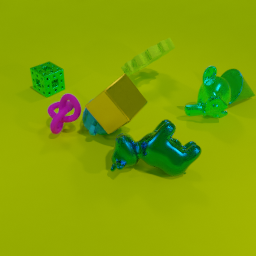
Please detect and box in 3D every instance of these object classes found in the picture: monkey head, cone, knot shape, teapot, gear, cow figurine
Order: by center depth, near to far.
[{"bbox_3d":[0.539,0.607,6.315,1.731,1.704,0.950,41,7,-4],"label":"cow figurine"},{"bbox_3d":[-1.665,-0.448,7.406,1.072,0.529,1.145,-30,43,32],"label":"knot shape"},{"bbox_3d":[-0.670,-0.442,7.657,1.117,0.879,1.796,15,46,9],"label":"teapot"},{"bbox_3d":[2.257,-0.867,7.985,1.321,1.836,1.107,-7,61,16],"label":"monkey head"},{"bbox_3d":[3.600,-1.155,8.854,1.171,1.167,1.167,11,32,-23],"label":"cone"},{"bbox_3d":[0.676,-2.374,9.472,1.880,0.348,1.880,-30,6,3],"label":"gear"}]

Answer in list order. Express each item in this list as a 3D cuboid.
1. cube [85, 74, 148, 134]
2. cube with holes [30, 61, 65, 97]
[{"bbox_3d":[-0.272,-0.576,6.782,0.913,0.913,0.913,51,49,-9],"label":"cube"},{"bbox_3d":[-2.667,-1.635,9.348,0.773,0.773,0.773,32,46,29],"label":"cube with holes"}]
